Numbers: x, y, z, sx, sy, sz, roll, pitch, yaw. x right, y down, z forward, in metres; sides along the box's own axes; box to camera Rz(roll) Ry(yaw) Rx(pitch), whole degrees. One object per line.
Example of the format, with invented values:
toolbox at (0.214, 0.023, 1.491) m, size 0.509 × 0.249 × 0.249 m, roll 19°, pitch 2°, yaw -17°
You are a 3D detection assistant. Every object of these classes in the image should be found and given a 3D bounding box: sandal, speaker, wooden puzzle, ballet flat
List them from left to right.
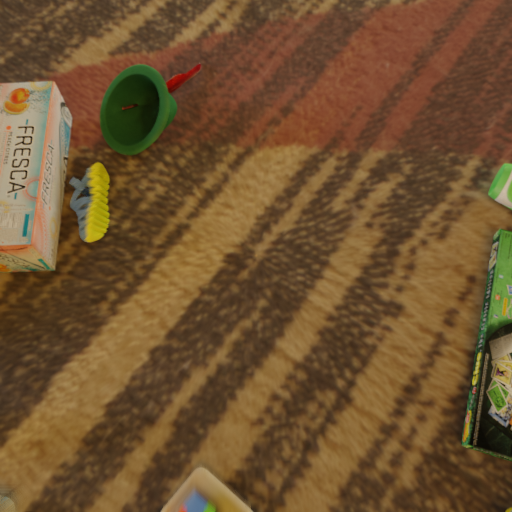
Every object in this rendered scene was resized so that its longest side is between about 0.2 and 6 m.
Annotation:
ballet flat at (-4.564, 3.933, 8.179) m, size 1.868 × 0.703 × 0.634 m, roll -3°, pitch 89°, yaw -2°
sandal at (-3.137, -0.953, 10.407) m, size 0.688 × 0.629 × 1.581 m, roll -10°, pitch 62°, yaw 10°
wooden puzzle at (-0.803, 4.466, 8.064) m, size 1.900 × 0.475 × 2.052 m, roll 37°, pitch 72°, yaw 16°
speaker at (5.282, -1.056, 10.319) m, size 1.773 × 0.784 × 0.784 m, roll 26°, pitch 69°, yaw 10°

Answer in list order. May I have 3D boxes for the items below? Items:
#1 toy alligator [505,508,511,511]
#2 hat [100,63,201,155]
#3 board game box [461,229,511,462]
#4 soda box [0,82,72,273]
toy alligator at (3.669, 4.585, 7.935) m, size 2.720 × 0.806 × 0.738 m, roll -49°, pitch 115°, yaw -18°
hat at (-1.884, -2.888, 11.429) m, size 2.011 × 1.770 × 1.665 m, roll -41°, pitch 72°, yaw 23°
board game box at (4.784, 1.540, 9.384) m, size 2.047 × 0.458 × 3.907 m, roll 16°, pitch 68°, yaw 9°
soda box at (-4.209, -1.464, 10.250) m, size 1.101 × 1.185 × 3.464 m, roll -1°, pitch 67°, yaw -1°
